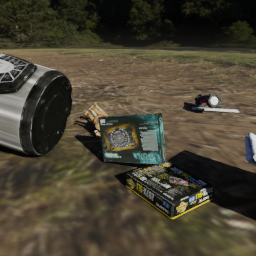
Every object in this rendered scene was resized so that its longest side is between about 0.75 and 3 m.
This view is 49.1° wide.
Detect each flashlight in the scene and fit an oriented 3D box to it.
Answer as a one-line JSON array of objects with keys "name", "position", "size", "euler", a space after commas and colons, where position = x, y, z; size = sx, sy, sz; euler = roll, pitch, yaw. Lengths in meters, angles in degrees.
[{"name": "flashlight", "position": [2.730, -0.921, 9.744], "size": [0.489, 0.491, 1.444], "euler": [-40, 6, -5]}]

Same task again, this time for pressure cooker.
[{"name": "pressure cooker", "position": [-2.692, -0.559, 6.364], "size": [2.324, 2.076, 2.044], "euler": [17, 4, 10]}]

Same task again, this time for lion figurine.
[{"name": "lion figurine", "position": [-0.756, -0.267, 7.937], "size": [0.882, 0.522, 1.440], "euler": [42, 18, -9]}]

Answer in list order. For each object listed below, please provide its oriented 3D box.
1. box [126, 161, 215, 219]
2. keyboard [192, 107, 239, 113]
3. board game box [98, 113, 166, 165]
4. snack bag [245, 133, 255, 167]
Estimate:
[{"name": "box", "position": [0.702, 1.014, 4.925], "size": [0.992, 0.307, 1.243], "euler": [-11, 22, -35]}, {"name": "keyboard", "position": [3.107, -0.655, 9.996], "size": [1.584, 0.084, 0.446], "euler": [5, 9, 11]}, {"name": "board game box", "position": [0.054, 0.220, 5.640], "size": [1.444, 0.977, 0.203], "euler": [-1, 9, 35]}, {"name": "snack bag", "position": [2.594, 0.823, 4.047], "size": [2.027, 0.217, 1.911], "euler": [36, 18, 13]}]
